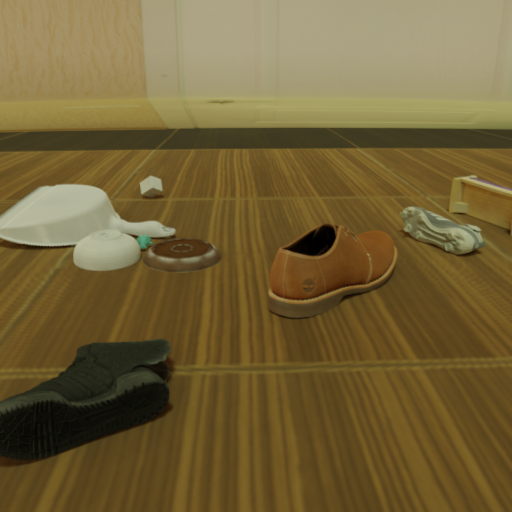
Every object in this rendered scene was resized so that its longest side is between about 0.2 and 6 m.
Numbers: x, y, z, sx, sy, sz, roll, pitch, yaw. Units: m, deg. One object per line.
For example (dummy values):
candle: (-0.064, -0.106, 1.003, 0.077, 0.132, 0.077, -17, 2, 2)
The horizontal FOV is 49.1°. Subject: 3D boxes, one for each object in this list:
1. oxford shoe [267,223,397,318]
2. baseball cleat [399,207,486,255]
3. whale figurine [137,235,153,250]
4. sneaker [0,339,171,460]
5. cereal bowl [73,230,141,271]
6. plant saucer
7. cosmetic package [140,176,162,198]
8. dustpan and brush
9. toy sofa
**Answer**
oxford shoe: (1.477, -0.043, 9.468, 1.201, 1.200, 3.367, 13, 22, 36)
baseball cleat: (3.900, -0.512, 11.680, 1.003, 0.657, 1.885, -4, 30, -29)
whale figurine: (-2.295, -0.273, 11.396, 0.379, 0.247, 0.477, 0, 21, -2)
sneaker: (-1.865, 1.451, 6.179, 2.276, 0.684, 1.187, -7, 21, -31)
cereal bowl: (-2.860, -0.166, 10.721, 1.258, 0.524, 1.258, 0, 21, 0)
plant saucer: (-1.430, -0.056, 10.842, 1.525, 0.245, 1.525, 1, 19, 0)
cosmetic package: (-2.839, -1.863, 15.139, 0.453, 0.379, 0.377, -25, -25, 33)
dustpan and brush: (-3.483, -0.779, 12.112, 3.490, 0.999, 2.436, -3, 28, 11)
toy sofa: (5.633, -1.217, 13.011, 1.073, 0.911, 2.199, -9, 22, -20)
